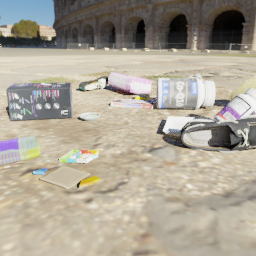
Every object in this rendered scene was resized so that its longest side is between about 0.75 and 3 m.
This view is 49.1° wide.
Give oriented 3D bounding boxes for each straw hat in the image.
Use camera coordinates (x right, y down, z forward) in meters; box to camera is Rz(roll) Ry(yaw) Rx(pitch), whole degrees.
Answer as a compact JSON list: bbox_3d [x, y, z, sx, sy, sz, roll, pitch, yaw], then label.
[{"bbox_3d":[5.999,-1.243,12.311,2.667,2.667,1.129,-4,61,-13],"label":"straw hat"}]

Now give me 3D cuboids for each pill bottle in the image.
[{"bbox_3d":[2.624,-1.590,13.017,2.546,1.449,1.449,0,19,2],"label":"pill bottle"},{"bbox_3d":[3.731,-0.585,9.399,1.548,0.862,0.862,-43,22,3],"label":"pill bottle"}]

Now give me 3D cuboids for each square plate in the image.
[{"bbox_3d":[2.303,-0.017,10.184,1.896,0.270,1.878,4,19,13],"label":"square plate"}]

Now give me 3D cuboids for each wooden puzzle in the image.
[{"bbox_3d":[-1.488,1.200,6.741,1.469,0.172,0.991,14,19,34],"label":"wooden puzzle"}]

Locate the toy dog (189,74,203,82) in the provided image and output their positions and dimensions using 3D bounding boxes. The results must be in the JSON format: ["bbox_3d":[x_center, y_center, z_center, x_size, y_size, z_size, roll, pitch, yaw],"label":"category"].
[{"bbox_3d":[4.024,-2.529,16.613,1.007,1.378,2.090,-28,2,18],"label":"toy dog"}]

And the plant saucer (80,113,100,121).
[{"bbox_3d":[-1.561,-0.428,11.497,0.843,0.212,0.843,0,18,0],"label":"plant saucer"}]

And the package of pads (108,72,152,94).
[{"bbox_3d":[0.072,-2.655,16.690,1.503,0.944,2.494,6,12,-38],"label":"package of pads"}]

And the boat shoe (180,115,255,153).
[{"bbox_3d":[3.023,0.208,8.226,2.982,1.102,0.900,4,19,22],"label":"boat shoe"}]

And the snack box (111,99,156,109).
[{"bbox_3d":[0.255,-1.186,13.685,2.092,0.254,0.752,5,19,16],"label":"snack box"}]

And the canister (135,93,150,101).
[{"bbox_3d":[0.747,-1.535,14.577,0.637,0.371,0.857,5,20,15],"label":"canister"}]

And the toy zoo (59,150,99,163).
[{"bbox_3d":[-1.290,0.782,7.816,1.055,0.108,0.692,-1,17,23],"label":"toy zoo"}]

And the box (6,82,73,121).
[{"bbox_3d":[-3.655,-1.174,11.936,2.514,1.333,1.537,-3,19,-9],"label":"box"}]

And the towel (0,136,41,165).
[{"bbox_3d":[-3.736,0.678,8.129,2.246,0.256,1.613,-7,19,-19],"label":"towel"}]

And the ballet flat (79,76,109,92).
[{"bbox_3d":[-1.987,-2.683,17.589,2.241,0.762,0.766,-22,36,-27],"label":"ballet flat"}]
